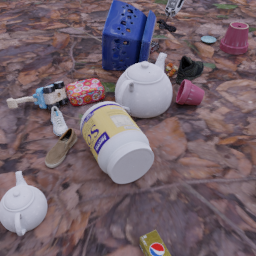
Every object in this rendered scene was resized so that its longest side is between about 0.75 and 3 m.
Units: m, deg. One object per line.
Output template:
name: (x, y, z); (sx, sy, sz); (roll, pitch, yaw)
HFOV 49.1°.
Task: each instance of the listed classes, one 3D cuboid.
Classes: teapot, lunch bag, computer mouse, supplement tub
teapot: (0.582, -1.650, 10.673); (2.410, 1.783, 2.442); (-7, 43, -8)
lunch bag: (-1.781, -1.549, 11.444); (1.460, 0.598, 1.286); (-16, 44, -18)
computer mouse: (1.389, -3.576, 8.398); (0.302, 1.378, 0.756); (14, 15, -47)
teapot: (-2.756, 1.977, 7.228); (1.321, 0.965, 1.304); (22, 46, 22)
supplement tub: (-0.359, 0.405, 8.492); (1.623, 1.623, 2.233); (-19, 45, -20)

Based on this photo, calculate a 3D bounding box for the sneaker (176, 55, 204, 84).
sneaker: (2.866, -2.782, 12.476); (0.738, 1.106, 1.930); (33, 49, 29)

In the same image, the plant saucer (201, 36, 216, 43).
plant saucer: (4.441, -4.839, 15.465); (0.819, 0.158, 0.819); (0, 43, 0)

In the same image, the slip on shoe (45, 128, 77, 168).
slip on shoe: (-2.174, 0.613, 9.122); (0.590, 0.470, 1.552); (19, 45, 20)

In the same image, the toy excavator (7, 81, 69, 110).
toy excavator: (-3.477, -1.149, 10.847); (1.778, 0.888, 1.729); (1, 24, 29)

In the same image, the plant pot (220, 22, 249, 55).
plant pot: (5.583, -4.691, 14.463); (1.426, 1.276, 1.426); (0, 41, 0)

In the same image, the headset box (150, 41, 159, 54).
headset box: (1.149, -4.218, 14.641); (0.628, 0.326, 0.844); (27, 50, 27)

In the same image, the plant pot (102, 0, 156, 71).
plant pot: (0.067, -4.029, 12.725); (2.096, 2.331, 2.331); (11, 60, 3)

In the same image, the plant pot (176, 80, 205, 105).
plant pot: (2.466, -1.313, 11.009); (0.880, 0.983, 0.983); (18, 42, -4)

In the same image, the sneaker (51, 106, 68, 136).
sneaker: (-2.519, -0.270, 10.032); (0.516, 0.597, 1.378); (-18, 46, -21)

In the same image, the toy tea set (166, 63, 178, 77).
toy tea set: (1.952, -2.666, 13.007); (0.524, 0.326, 0.882); (39, 44, -2)

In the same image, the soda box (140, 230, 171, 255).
soda box: (0.771, 3.080, 6.387); (0.464, 0.438, 1.369); (-18, 45, -18)
